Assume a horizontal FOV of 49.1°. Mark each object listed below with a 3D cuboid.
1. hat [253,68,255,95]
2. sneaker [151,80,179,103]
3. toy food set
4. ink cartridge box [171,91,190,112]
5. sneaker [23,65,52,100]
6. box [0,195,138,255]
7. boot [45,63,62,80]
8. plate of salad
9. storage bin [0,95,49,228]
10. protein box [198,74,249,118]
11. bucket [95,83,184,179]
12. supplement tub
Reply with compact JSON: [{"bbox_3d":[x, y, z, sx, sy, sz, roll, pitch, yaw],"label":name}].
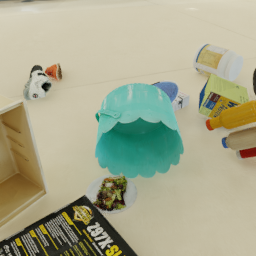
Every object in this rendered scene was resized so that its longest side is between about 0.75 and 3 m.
[{"bbox_3d":[5.733,-1.644,9.817,2.434,2.434,0.982,34,8,39],"label":"hat"},{"bbox_3d":[0.444,-0.650,8.310,2.526,0.957,0.973,-29,8,-4],"label":"sneaker"},{"bbox_3d":[3.496,0.061,7.727,1.338,1.419,2.973,-20,-10,42],"label":"toy food set"},{"bbox_3d":[1.651,-0.995,10.252,1.002,0.422,0.725,-25,41,-31],"label":"ink cartridge box"},{"bbox_3d":[-3.461,-1.812,11.191,0.929,0.778,2.099,-2,44,-3],"label":"sneaker"},{"bbox_3d":[-0.946,2.643,4.824,2.175,0.672,2.724,-23,41,-32],"label":"box"},{"bbox_3d":[-3.288,-2.418,12.312,0.729,0.510,1.360,-14,31,-8],"label":"boot"},{"bbox_3d":[-0.398,1.521,6.747,1.248,0.300,1.248,1,35,0],"label":"plate of salad"},{"bbox_3d":[-3.217,0.891,5.653,1.214,2.590,2.571,23,41,31],"label":"storage bin"},{"bbox_3d":[3.083,-0.900,9.078,1.295,0.874,1.286,22,38,0],"label":"protein box"},{"bbox_3d":[0.228,0.079,6.955,2.246,2.246,1.461,-1,47,-2],"label":"bucket"},{"bbox_3d":[3.878,-2.831,12.130,1.291,1.291,1.785,-28,44,-34],"label":"supplement tub"}]
